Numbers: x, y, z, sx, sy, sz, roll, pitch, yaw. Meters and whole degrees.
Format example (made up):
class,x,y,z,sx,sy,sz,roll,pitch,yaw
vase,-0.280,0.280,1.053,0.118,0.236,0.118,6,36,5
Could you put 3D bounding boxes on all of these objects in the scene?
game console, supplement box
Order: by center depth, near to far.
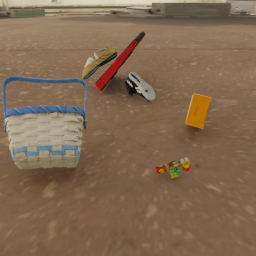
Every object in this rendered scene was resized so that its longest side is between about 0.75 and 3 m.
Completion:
class,x,y,z,sx,sy,sz,roll,pitch,yaw
supplement box,2.007,-0.493,8.046,0.514,0.881,1.398,15,8,10
game console,-0.244,-2.870,11.845,0.450,2.566,2.901,42,24,-11

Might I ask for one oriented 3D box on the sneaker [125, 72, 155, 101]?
class,x,y,z,sx,sy,sz,roll,pitch,yaw
sneaker,0.442,-1.403,10.792,0.524,0.802,1.433,-22,65,-36

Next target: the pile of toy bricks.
class,x,y,z,sx,sy,sz,roll,pitch,yaw
pile of toy bricks,1.014,0.961,6.292,0.783,0.387,0.434,-13,-13,-18

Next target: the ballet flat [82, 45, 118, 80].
class,x,y,z,sx,sy,sz,roll,pitch,yaw
ballet flat,-1.321,-2.778,11.741,2.126,0.670,0.730,-45,7,-31

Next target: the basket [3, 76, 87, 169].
class,x,y,z,sx,sy,sz,roll,pitch,yaw
basket,-1.927,-0.190,6.521,1.952,2.214,1.540,0,-18,-12
